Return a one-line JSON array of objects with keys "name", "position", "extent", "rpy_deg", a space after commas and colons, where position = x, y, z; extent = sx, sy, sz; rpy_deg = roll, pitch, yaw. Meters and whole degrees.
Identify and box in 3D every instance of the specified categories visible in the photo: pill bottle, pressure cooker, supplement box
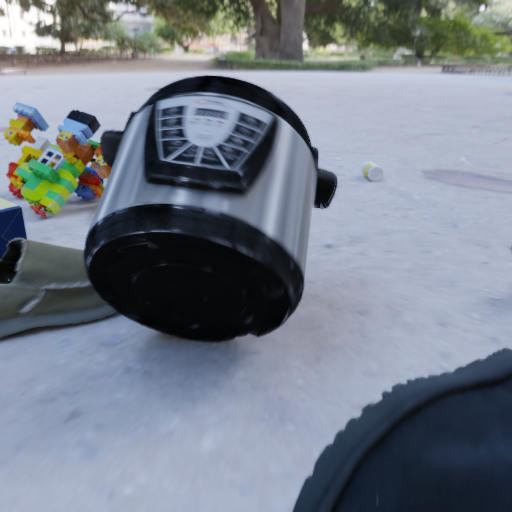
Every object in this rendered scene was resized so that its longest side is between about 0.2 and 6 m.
[{"name": "pill bottle", "position": [2.650, -1.960, 12.895], "extent": [0.373, 0.373, 0.670], "rpy_deg": [-3, 23, -8]}, {"name": "pressure cooker", "position": [-0.507, -0.624, 6.040], "extent": [2.273, 2.238, 2.545], "rpy_deg": [-19, 46, 35]}, {"name": "supplement box", "position": [-4.266, -0.373, 8.448], "extent": [1.133, 0.762, 1.134], "rpy_deg": [19, 29, 38]}]

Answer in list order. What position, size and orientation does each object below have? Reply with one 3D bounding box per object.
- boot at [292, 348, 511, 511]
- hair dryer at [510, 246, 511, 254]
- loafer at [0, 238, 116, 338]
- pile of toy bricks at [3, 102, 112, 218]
[{"name": "boot", "position": [2.010, 1.565, 3.072], "extent": [3.050, 1.165, 2.563], "rpy_deg": [-11, 20, -40]}, {"name": "hair dryer", "position": [4.231, -0.196, 6.911], "extent": [2.070, 1.576, 0.562], "rpy_deg": [-13, 20, 11]}, {"name": "loafer", "position": [-2.502, 0.278, 6.551], "extent": [2.708, 0.943, 1.018], "rpy_deg": [-16, 27, -32]}, {"name": "pile of toy bricks", "position": [-3.676, -1.502, 10.507], "extent": [3.609, 2.002, 1.782], "rpy_deg": [22, 68, 22]}]
